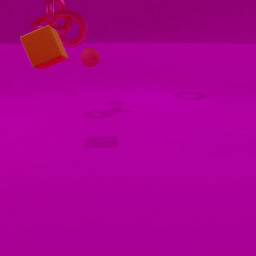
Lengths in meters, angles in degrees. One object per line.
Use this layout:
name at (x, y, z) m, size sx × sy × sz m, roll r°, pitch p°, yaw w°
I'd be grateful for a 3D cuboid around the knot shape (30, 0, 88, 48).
knot shape at (-2.333, -3.409, 9.099) m, size 1.680 × 1.795 × 0.829 m, roll -33°, pitch 3°, yaw -33°

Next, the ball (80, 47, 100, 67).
ball at (-1.483, -2.758, 10.946) m, size 0.756 × 0.756 × 0.756 m, roll 0°, pitch 19°, yaw 0°

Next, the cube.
cube at (-1.934, -1.857, 6.556) m, size 0.725 × 0.725 × 0.725 m, roll -22°, pitch 8°, yaw 2°
